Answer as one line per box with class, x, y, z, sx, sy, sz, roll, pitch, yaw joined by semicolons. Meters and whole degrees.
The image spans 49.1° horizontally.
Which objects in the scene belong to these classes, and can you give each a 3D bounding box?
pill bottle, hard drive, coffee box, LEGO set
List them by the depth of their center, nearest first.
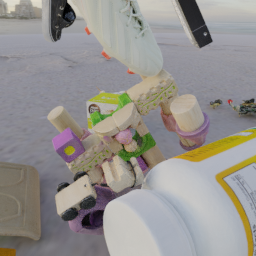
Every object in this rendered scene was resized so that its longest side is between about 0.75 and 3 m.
pill bottle;1.185;1.031;3.765;2.847;1.606;1.606;-16;27;-33
coffee box;-0.514;-0.405;7.999;0.976;0.967;0.978;9;24;21
hard drive;1.712;-3.940;8.748;0.535;2.830;1.977;-25;18;14
LEGO set;3.800;-0.651;9.409;1.326;0.579;2.041;-11;12;-29

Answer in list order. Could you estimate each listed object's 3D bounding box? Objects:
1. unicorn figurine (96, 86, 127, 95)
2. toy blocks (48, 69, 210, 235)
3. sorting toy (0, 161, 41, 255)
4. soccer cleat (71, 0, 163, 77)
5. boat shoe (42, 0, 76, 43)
unicorn figurine;-0.498;-1.274;10.853;1.331;0.491;0.914;4;8;-29
toy blocks;0.238;0.500;4.935;2.500;2.252;2.675;-33;36;2
sorting toy;-2.397;1.232;4.166;2.160;0.388;2.899;16;16;-23
soccer cleat;-0.248;-1.786;3.774;0.997;2.570;0.890;-30;22;35
boat shoe;-2.009;-3.489;8.408;0.917;2.768;0.968;14;63;-8
